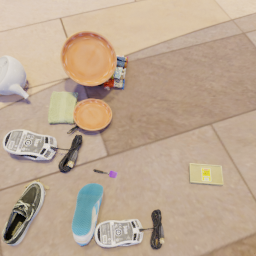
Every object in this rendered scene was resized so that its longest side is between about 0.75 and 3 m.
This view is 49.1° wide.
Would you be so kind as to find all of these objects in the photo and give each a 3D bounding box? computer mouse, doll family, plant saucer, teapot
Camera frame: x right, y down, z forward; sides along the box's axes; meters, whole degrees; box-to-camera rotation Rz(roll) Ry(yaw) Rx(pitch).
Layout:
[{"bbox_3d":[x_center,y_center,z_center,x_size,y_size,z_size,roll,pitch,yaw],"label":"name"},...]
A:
[{"bbox_3d":[0.045,3.382,9.176,2.276,0.499,1.248,-2,63,-8],"label":"computer mouse"},{"bbox_3d":[-0.781,-2.812,12.551,1.432,1.039,2.306,6,58,2],"label":"doll family"},{"bbox_3d":[-1.450,-0.505,11.461,1.582,0.296,1.582,3,56,-5],"label":"plant saucer"},{"bbox_3d":[-5.015,-2.158,12.068,1.765,1.306,1.788,-1,74,35],"label":"teapot"},{"bbox_3d":[-1.597,-2.797,11.400,2.274,0.426,2.274,1,85,-14],"label":"plant saucer"},{"bbox_3d":[-3.269,0.734,10.708,2.856,0.627,1.566,12,64,0],"label":"computer mouse"}]

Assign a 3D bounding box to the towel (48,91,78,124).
[{"bbox_3d":[-2.760,-0.886,11.834,1.206,0.297,1.626,-1,59,0],"label":"towel"}]

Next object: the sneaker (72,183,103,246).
[{"bbox_3d":[-1.359,2.785,9.352,0.830,0.877,2.171,9,40,6],"label":"sneaker"}]

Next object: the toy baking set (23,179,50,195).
[{"bbox_3d":[-3.297,2.211,10.087,0.903,0.105,0.693,-30,69,-10],"label":"toy baking set"}]

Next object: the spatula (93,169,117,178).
[{"bbox_3d":[-0.854,1.663,10.415,0.902,0.093,0.255,10,59,6],"label":"spatula"}]

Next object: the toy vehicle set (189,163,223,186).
[{"bbox_3d":[2.871,1.717,10.340,1.201,0.159,0.746,5,59,3],"label":"toy vehicle set"}]

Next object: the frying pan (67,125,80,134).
[{"bbox_3d":[-1.802,-0.136,11.425,0.822,0.221,1.359,19,61,11],"label":"frying pan"}]

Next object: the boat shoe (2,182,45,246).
[{"bbox_3d":[-3.457,2.782,9.352,0.768,0.692,2.173,14,61,6],"label":"boat shoe"}]
